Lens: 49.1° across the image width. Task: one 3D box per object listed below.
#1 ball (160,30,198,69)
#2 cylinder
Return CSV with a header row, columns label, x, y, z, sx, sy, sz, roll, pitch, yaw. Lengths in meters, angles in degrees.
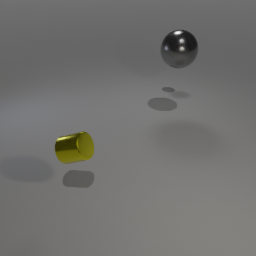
label,x,y,z,sx,sy,sz,roll,pitch,yaw
ball,1.914,-2.940,10.479,1.400,1.400,1.400,0,29,0
cylinder,-1.299,0.485,6.850,0.700,0.700,0.700,-12,23,26
